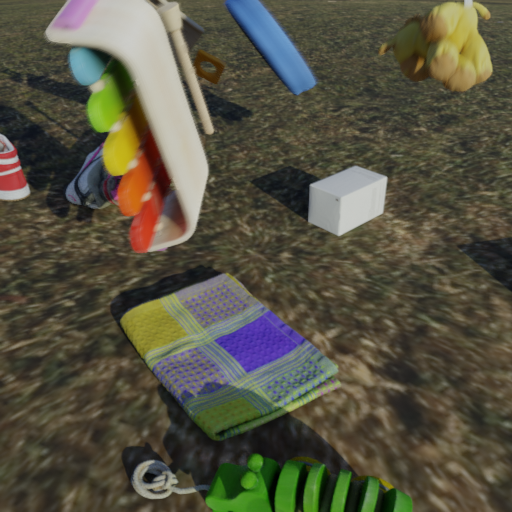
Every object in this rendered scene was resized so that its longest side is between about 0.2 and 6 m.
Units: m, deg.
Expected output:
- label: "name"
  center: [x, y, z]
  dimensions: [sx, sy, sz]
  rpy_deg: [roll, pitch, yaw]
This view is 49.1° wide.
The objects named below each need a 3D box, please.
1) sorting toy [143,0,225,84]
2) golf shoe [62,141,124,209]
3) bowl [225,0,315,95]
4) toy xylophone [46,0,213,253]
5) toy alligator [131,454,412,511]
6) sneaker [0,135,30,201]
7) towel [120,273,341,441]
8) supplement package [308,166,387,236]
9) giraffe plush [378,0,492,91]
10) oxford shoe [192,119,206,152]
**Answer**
- label: "sorting toy"
  center: [-2.083, -4.482, 11.012]
  dimensions: [3.297, 1.856, 0.449]
  rpy_deg: [31, 58, -21]
- label: "golf shoe"
  center: [-2.949, -2.144, 12.032]
  dimensions: [1.497, 1.180, 3.250]
  rpy_deg: [-3, 34, 18]
- label: "bowl"
  center: [0.206, -3.381, 8.916]
  dimensions: [0.379, 1.932, 1.932]
  rpy_deg: [-38, 32, 10]
- label: "toy xylophone"
  center: [-1.252, -1.664, 6.809]
  dimensions: [0.802, 3.192, 2.337]
  rpy_deg: [-5, 37, 11]
- label: "toy alligator"
  center: [0.252, 2.249, 5.221]
  dimensions: [3.314, 0.899, 0.983]
  rpy_deg: [10, 33, 16]
- label: "sneaker"
  center: [-5.863, -1.930, 11.734]
  dimensions: [2.256, 1.269, 0.804]
  rpy_deg: [8, 32, 14]
- label: "towel"
  center: [-0.457, 1.182, 7.543]
  dimensions: [2.010, 0.319, 2.799]
  rpy_deg: [-18, 35, -28]
- label: "supplement package"
  center: [1.750, -1.086, 10.785]
  dimensions: [1.356, 0.822, 0.812]
  rpy_deg: [-25, 40, -35]
- label: "giraffe plush"
  center: [3.012, -3.677, 9.760]
  dimensions: [1.618, 1.875, 1.520]
  rpy_deg: [12, -10, -36]
- label: "oxford shoe"
  center: [-1.836, -2.952, 13.531]
  dimensions: [0.844, 0.980, 2.321]
  rpy_deg: [17, 16, -45]
